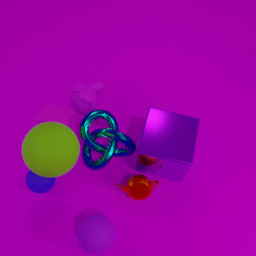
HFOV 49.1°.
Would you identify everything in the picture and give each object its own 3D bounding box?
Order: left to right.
[{"bbox_3d":[-2.199,1.282,7.069,0.728,0.728,0.728,0,62,0],"label":"ball"},{"bbox_3d":[-1.777,0.499,6.503,1.283,1.283,1.283,0,62,0],"label":"ball"},{"bbox_3d":[-1.938,-0.061,7.549,0.795,0.795,0.795,14,35,1],"label":"cube"},{"bbox_3d":[-1.131,-0.915,8.194,0.987,0.827,1.372,-30,58,-17],"label":"monkey head"},{"bbox_3d":[-0.700,2.363,6.237,0.866,0.866,0.866,0,62,0],"label":"ball"},{"bbox_3d":[-0.654,0.238,7.229,1.573,0.727,1.471,-17,101,16],"label":"knot shape"},{"bbox_3d":[0.241,1.460,7.057,1.103,0.686,0.540,-8,18,2],"label":"teapot"},{"bbox_3d":[0.955,0.452,7.150,1.301,1.301,1.301,14,62,5],"label":"cube"}]
